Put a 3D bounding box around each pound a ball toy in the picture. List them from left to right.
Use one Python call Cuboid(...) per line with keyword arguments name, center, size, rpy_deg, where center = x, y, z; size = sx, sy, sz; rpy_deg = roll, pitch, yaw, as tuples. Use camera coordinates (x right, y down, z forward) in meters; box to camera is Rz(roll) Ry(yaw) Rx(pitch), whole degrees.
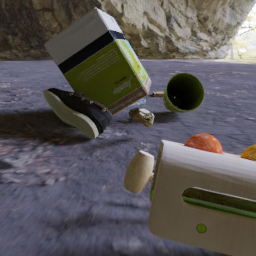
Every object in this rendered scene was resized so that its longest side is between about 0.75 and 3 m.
Cuboid(name="pound a ball toy", center=(1.136, 0.622, 3.172), size=(2.410, 1.024, 1.572), rpy_deg=(12, 2, 5))

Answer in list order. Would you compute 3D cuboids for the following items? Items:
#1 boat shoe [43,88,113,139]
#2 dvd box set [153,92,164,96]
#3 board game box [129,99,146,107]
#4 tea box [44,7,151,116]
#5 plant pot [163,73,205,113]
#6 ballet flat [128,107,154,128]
Cuboid(name="boat shoe", center=(-1.419, -0.541, 7.595), size=(2.401, 0.878, 0.752), rpy_deg=(29, 57, 33))
Cuboid(name="dvd box set", center=(1.667, -1.588, 13.042), size=(0.976, 0.143, 0.714), rpy_deg=(-1, 14, -1))
Cuboid(name="board game box", center=(0.104, -1.027, 11.106), size=(1.045, 0.180, 0.708), rpy_deg=(-16, 23, -42))
Cuboid(name="tea box", center=(-0.731, -2.000, 9.075), size=(1.885, 2.775, 2.821), rpy_deg=(-29, 12, 14))
Cuboid(name="plant pot", center=(1.679, -0.998, 9.321), size=(1.256, 1.256, 1.343), rpy_deg=(-3, -10, -9))
Cuboid(name="ballet flat", center=(0.408, -0.272, 6.800), size=(0.982, 0.355, 0.333), rpy_deg=(29, 33, -48))
